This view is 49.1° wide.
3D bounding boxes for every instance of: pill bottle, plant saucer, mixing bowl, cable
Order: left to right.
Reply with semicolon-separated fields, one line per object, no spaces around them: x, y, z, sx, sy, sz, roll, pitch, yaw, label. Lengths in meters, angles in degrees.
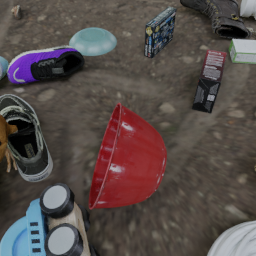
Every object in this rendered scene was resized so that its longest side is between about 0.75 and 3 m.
-1.240;-3.153;9.872;1.697;0.327;1.697;0;49;0;plant saucer
0.052;0.660;5.551;1.144;2.111;2.111;15;48;-9;mixing bowl
5.597;-4.661;10.475;2.424;1.403;1.403;9;49;8;pill bottle
2.363;2.699;4.369;2.468;0.855;2.468;-11;51;-9;cable

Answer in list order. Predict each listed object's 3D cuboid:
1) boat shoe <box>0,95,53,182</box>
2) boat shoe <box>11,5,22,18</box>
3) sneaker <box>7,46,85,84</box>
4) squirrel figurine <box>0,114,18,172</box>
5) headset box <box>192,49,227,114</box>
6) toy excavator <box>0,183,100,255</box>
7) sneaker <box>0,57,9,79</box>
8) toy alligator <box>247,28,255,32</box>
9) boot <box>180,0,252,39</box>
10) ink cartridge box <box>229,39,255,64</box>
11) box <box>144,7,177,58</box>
-2.591;-0.059;6.738;1.017;0.916;2.877;-26;53;-21;boat shoe
-4.450;-4.596;11.152;0.334;0.352;0.930;-12;40;-6;boat shoe
-2.294;-1.804;8.149;2.288;0.796;1.138;-27;42;-25;sneaker
-3.258;0.742;5.031;2.814;1.992;2.627;16;79;49;squirrel figurine
2.257;-1.340;7.735;0.582;1.122;1.508;14;51;11;headset box
-1.715;2.403;4.595;2.375;1.186;2.309;-21;49;-2;toy excavator
-4.882;-1.539;8.180;2.929;1.083;1.200;-4;18;3;sneaker
5.013;-3.209;9.776;0.723;0.524;2.180;-35;58;-28;toy alligator
3.184;-4.209;10.307;2.582;0.894;2.248;10;50;-2;boot
4.171;-2.501;9.207;1.490;0.442;0.773;3;49;3;ink cartridge box
1.075;-3.180;9.332;0.336;1.160;1.459;28;55;22;box
